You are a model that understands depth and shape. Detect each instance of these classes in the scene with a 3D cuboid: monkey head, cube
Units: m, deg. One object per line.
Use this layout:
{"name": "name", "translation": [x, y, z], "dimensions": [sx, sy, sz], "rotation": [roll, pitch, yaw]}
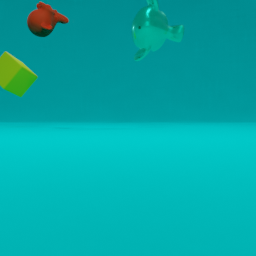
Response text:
{"name": "monkey head", "translation": [0.757, -2.661, 7.580], "dimensions": [1.306, 1.815, 1.094], "rotation": [22, 17, 39]}
{"name": "cube", "translation": [-3.846, -1.778, 9.399], "dimensions": [0.943, 0.943, 0.943], "rotation": [41, 1, 18]}
{"name": "monkey head", "translation": [-1.821, -2.362, 6.331], "dimensions": [0.840, 0.704, 1.168], "rotation": [17, 3, -31]}
